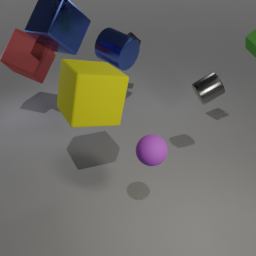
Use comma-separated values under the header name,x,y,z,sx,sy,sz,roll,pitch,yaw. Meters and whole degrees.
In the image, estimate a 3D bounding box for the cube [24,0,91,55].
name,x,y,z,sx,sy,sz,roll,pitch,yaw
cube,-2.454,-3.591,9.852,1.400,1.400,1.400,19,-6,36

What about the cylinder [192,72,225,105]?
name,x,y,z,sx,sy,sz,roll,pitch,yaw
cylinder,2.314,-1.140,8.086,0.700,0.700,0.700,-30,30,10

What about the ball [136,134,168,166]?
name,x,y,z,sx,sy,sz,roll,pitch,yaw
ball,0.520,0.493,6.191,0.700,0.700,0.700,0,31,0

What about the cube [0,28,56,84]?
name,x,y,z,sx,sy,sz,roll,pitch,yaw
cube,-3.927,-2.819,11.178,1.400,1.400,1.400,23,-6,-1

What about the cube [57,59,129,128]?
name,x,y,z,sx,sy,sz,roll,pitch,yaw
cube,-1.001,-0.952,7.543,1.400,1.400,1.400,-3,28,-30

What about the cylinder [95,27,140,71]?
name,x,y,z,sx,sy,sz,roll,pitch,yaw
cylinder,-0.452,-3.346,11.872,1.400,1.400,1.400,31,41,24

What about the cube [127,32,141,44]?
name,x,y,z,sx,sy,sz,roll,pitch,yaw
cube,0.074,-3.863,13.026,0.700,0.700,0.700,-22,43,46

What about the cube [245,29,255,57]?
name,x,y,z,sx,sy,sz,roll,pitch,yaw
cube,4.346,-2.795,9.124,0.700,0.700,0.700,-37,65,7
